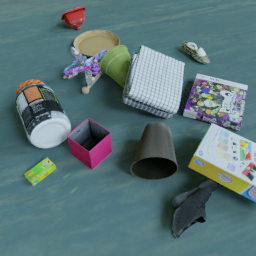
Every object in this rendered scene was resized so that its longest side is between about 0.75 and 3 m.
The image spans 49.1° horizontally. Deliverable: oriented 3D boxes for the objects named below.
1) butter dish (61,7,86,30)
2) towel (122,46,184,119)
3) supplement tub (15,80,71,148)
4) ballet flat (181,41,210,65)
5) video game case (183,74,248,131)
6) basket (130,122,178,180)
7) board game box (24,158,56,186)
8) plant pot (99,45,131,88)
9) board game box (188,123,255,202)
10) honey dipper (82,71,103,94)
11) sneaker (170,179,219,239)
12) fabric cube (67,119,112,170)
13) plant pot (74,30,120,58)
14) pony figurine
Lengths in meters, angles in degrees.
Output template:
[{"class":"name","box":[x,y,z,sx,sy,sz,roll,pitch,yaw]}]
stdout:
[{"class":"butter dish","box":[-2.848,-5.861,15.245,1.346,0.995,1.342,-24,12,-14]},{"class":"towel","box":[0.980,-1.795,11.126,2.138,1.105,2.582,18,59,-13]},{"class":"supplement tub","box":[-3.214,-0.596,10.349,1.529,1.529,2.495,-22,52,-17]},{"class":"ballet flat","box":[3.260,-3.725,13.581,0.583,0.647,1.719,-31,57,-25]},{"class":"video game case","box":[3.634,-1.136,11.518,2.215,0.438,2.444,17,52,14]},{"class":"basket","box":[0.923,0.714,9.498,1.554,1.172,1.723,-14,39,22]},{"class":"board game box","box":[-2.952,1.464,9.445,0.476,0.223,0.937,35,58,26]},{"class":"plant pot","box":[-0.207,-2.504,12.157,1.541,1.541,1.463,-31,71,-24]},{"class":"board game box","box":[3.631,1.133,9.036,2.813,0.567,2.152,28,41,17]},{"class":"honey dipper","box":[-1.262,-2.506,12.691,0.540,0.540,2.844,23,57,18]},{"class":"sneaker","box":[2.091,2.381,8.433,2.033,0.611,1.060,-21,52,-13]},{"class":"fabric cube","box":[-1.294,0.546,9.667,1.088,1.084,1.067,32,57,24]},{"class":"plant pot","box":[-1.569,-4.246,14.248,2.334,0.321,2.334,0,49,1]},{"class":"pony figurine","box":[-1.729,-2.717,12.146,2.082,1.734,2.010,-29,11,-20]}]
